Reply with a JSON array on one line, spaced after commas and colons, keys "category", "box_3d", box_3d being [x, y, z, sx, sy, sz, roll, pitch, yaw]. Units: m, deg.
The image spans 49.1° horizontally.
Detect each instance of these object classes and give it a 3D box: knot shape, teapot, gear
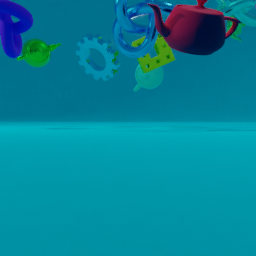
[{"category": "knot shape", "box_3d": [0.486, -2.631, 6.807, 1.695, 1.811, 0.837, -4, 44, -7]}, {"category": "knot shape", "box_3d": [2.796, -3.279, 7.355, 1.689, 0.780, 1.580, -14, 45, -20]}, {"category": "knot shape", "box_3d": [-3.191, -2.834, 7.167, 0.906, 1.961, 1.835, -43, 26, -27]}, {"category": "teapot", "box_3d": [0.912, -2.375, 12.227, 1.286, 2.068, 1.012, 44, 27, 8]}, {"category": "teapot", "box_3d": [1.303, -2.084, 5.637, 2.071, 1.014, 1.288, -2, 32, -17]}, {"category": "gear", "box_3d": [-0.989, -2.291, 9.152, 1.539, 1.539, 0.285, 1, 38, 37]}, {"category": "teapot", "box_3d": [3.650, -3.437, 9.467, 0.603, 1.231, 0.765, 3, -14, 16]}, {"category": "teapot", "box_3d": [-3.171, -2.708, 9.967, 1.636, 1.017, 0.801, -27, 18, -21]}]

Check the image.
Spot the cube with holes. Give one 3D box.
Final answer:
[{"category": "cube with holes", "box_3d": [0.791, -2.463, 9.100, 1.022, 1.022, 1.022, -23, 11, 4]}]
